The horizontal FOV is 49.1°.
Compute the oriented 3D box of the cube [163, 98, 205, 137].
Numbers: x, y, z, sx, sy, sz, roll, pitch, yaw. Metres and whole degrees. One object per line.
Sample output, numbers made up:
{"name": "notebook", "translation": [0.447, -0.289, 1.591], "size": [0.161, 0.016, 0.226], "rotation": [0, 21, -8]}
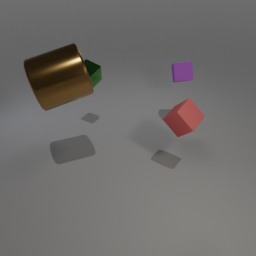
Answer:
{"name": "cube", "translation": [1.569, -0.283, 7.901], "size": [0.700, 0.700, 0.700], "rotation": [-45, 8, -33]}

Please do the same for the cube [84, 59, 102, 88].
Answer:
{"name": "cube", "translation": [-1.464, -1.988, 10.418], "size": [0.700, 0.700, 0.700], "rotation": [29, 60, 17]}

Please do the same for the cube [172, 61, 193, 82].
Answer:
{"name": "cube", "translation": [2.074, -2.141, 10.729], "size": [0.700, 0.700, 0.700], "rotation": [-5, 7, 5]}

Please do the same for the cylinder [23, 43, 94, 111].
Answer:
{"name": "cylinder", "translation": [-1.794, -1.332, 7.372], "size": [1.400, 1.400, 1.400], "rotation": [-22, 34, -7]}
